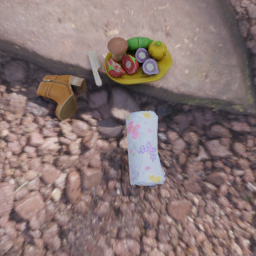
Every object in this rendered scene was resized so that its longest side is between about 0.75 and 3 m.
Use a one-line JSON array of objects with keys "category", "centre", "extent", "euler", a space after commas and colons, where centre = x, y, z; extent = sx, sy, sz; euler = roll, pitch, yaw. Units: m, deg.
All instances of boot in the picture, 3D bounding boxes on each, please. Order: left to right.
[{"category": "boot", "centre": [-2.109, -0.935, 8.218], "extent": [1.315, 0.626, 1.700], "euler": [9, 47, 12]}]

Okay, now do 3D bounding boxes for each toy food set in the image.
[{"category": "toy food set", "centre": [0.080, -2.150, 8.385], "extent": [2.589, 0.846, 1.523], "euler": [-8, 65, -2]}]

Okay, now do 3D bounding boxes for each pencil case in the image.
[{"category": "pencil case", "centre": [0.454, 0.577, 7.787], "extent": [0.949, 0.870, 2.093], "euler": [-15, 72, 31]}]
